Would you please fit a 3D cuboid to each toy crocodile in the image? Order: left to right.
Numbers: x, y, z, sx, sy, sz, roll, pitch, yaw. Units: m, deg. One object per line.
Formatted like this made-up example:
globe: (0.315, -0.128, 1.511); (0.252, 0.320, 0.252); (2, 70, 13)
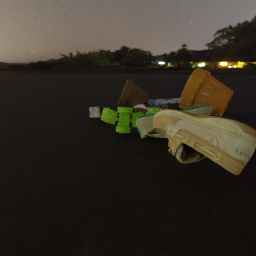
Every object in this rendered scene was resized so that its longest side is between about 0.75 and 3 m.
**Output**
toy crocodile: (0.284, -0.209, 7.027); (1.915, 0.646, 0.591); (3, 7, -7)

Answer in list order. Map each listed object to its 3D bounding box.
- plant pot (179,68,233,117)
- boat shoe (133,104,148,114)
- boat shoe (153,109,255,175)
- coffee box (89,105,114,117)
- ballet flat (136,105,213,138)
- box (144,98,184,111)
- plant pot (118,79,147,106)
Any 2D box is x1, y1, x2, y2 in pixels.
plant pot: (2.420, -0.971, 8.471); (1.227, 1.340, 1.340); (28, 23, 20)
boat shoe: (0.501, -0.723, 9.920); (0.285, 0.291, 0.821); (-46, 33, -19)
boat shoe: (1.049, 0.211, 4.715); (0.847, 0.795, 2.298); (26, -6, -25)
coffee box: (-0.793, -0.492, 8.364); (0.453, 0.320, 0.801); (-8, 6, -30)
ballet flat: (1.121, -0.093, 6.572); (1.851, 0.643, 0.643); (-10, 13, 2)
box: (1.764, -0.865, 10.569); (1.950, 0.389, 1.335); (-5, 14, -22)
plant pot: (0.207, -1.204, 10.561); (0.898, 1.030, 1.030); (22, 11, -7)
